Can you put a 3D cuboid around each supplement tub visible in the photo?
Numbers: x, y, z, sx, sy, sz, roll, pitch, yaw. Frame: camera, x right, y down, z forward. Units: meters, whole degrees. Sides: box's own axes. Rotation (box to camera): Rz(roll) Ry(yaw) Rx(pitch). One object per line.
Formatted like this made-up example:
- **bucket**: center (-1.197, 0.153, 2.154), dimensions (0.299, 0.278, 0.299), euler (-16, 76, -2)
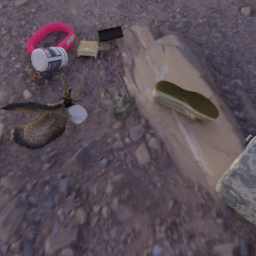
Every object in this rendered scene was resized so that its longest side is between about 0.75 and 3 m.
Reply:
- **supplement tub**: center (-3.100, -2.752, 11.119), dimensions (0.855, 0.855, 1.219), euler (34, 35, 21)

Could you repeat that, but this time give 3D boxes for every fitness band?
- **fitness band**: center (-3.368, -3.859, 12.400), dimensions (1.679, 0.437, 2.338), euler (23, 57, 18)

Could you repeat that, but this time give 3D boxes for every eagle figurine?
- **eagle figurine**: center (-2.741, -0.442, 9.322), dimensions (2.333, 1.761, 1.770), euler (-41, 102, -38)

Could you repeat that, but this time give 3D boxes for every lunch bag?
- **lunch bag**: center (4.023, 1.561, 7.532), dimensions (1.831, 2.204, 2.628), euler (-39, 64, -23)

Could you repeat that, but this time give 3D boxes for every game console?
- **game console**: center (-0.764, -4.078, 12.406), dimensions (1.067, 0.939, 0.621), euler (-12, 92, -1)

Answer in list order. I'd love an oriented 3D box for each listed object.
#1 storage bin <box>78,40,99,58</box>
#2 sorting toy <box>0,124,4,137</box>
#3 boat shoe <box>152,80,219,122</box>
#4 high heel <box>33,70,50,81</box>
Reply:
- **storage bin**: center (-1.716, -3.372, 12.072), dimensions (0.773, 0.362, 0.768), euler (6, 56, 4)
- **sorting toy**: center (-4.871, 0.470, 9.374), dimensions (1.225, 0.426, 1.217), euler (0, 56, 0)
- **boat shoe**: center (2.060, -0.864, 10.221), dimensions (2.503, 0.787, 0.913), euler (25, 51, 9)
- **high heel**: center (-3.768, -2.374, 11.352), dimensions (1.054, 0.376, 0.752), euler (42, 59, 15)
